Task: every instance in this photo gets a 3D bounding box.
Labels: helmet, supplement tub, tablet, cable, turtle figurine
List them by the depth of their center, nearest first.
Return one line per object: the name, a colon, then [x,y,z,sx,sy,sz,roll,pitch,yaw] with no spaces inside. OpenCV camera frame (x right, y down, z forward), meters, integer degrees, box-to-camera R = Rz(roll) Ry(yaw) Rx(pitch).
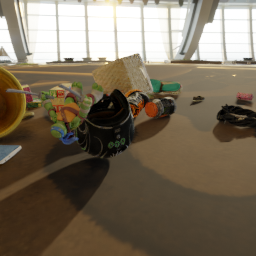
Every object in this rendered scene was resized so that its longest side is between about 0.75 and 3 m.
turtle figurine: [-1.298,-0.694,6.195,1.244,1.729,1.676,-24,21,32]
helmet: [-0.710,-0.056,8.043,1.908,1.819,1.908,4,53,-5]
tablet: [-4.366,0.766,8.268,1.998,0.136,1.300,1,17,5]
cable: [4.906,-0.587,11.987,1.913,0.595,2.344,10,19,29]
supplement tub: [1.469,-0.914,12.609,1.388,0.850,0.850,-14,21,-41]

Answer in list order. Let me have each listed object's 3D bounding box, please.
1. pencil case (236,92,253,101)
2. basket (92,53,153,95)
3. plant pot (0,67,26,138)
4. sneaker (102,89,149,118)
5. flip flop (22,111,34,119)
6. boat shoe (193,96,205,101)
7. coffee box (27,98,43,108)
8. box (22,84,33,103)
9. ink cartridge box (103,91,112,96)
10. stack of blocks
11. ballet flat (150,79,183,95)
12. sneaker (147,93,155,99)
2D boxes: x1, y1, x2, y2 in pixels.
pencil case: [6.892,-1.873,16.568,0.408,0.390,0.943,-33,31,-31]
basket: [-0.271,-2.433,14.496,2.243,2.223,1.804,-15,10,34]
plant pot: [-5.105,-0.858,10.015,2.559,2.559,2.408,-8,4,-24]
sneaker: [0.112,-0.917,12.504,1.156,1.172,2.994,28,32,30]
flip flop: [-5.225,-0.840,12.721,2.240,0.645,0.908,9,19,27]
boat shoe: [4.164,-1.746,16.384,0.925,0.278,0.330,-12,20,-34]
coffee box: [-4.912,-1.383,15.155,0.778,0.278,1.265,-2,17,-4]
box: [-5.922,-1.723,14.885,1.445,0.794,1.643,-17,19,-19]
ink cartridge box: [-1.201,-0.977,12.310,0.524,1.149,1.395,9,19,26]
stack of blocks: [-2.990,-1.289,13.068,0.666,1.310,2.276,0,17,2]
ballet flat: [2.356,-2.648,18.678,2.798,1.058,0.894,15,-8,30]
sneaker: [1.168,-2.102,17.202,1.091,0.490,0.366,15,22,40]
